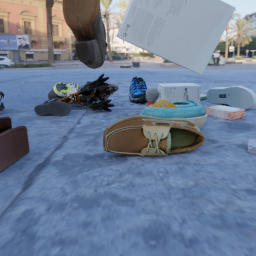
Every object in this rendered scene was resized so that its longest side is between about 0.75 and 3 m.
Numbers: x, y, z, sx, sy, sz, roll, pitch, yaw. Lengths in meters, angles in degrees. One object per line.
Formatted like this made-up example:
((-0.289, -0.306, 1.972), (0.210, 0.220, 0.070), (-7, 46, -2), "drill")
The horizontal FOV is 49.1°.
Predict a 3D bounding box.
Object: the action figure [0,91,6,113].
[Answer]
((-5.297, -0.888, 11.141), (0.848, 0.728, 1.426), (4, 40, -16), "action figure")

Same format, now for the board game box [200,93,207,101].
((3.807, -1.674, 15.054), (1.459, 0.212, 0.982), (-14, 21, -42), "board game box")

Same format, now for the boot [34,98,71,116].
((-2.916, -0.894, 11.534), (1.405, 0.560, 1.705), (2, 10, -1), "boot")

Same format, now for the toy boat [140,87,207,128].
((1.181, -0.628, 9.106), (2.124, 1.174, 2.527), (-6, 16, -20), "toy boat")

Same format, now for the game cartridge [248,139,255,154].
((3.512, 0.486, 6.777), (1.127, 0.234, 0.750), (6, 12, 22), "game cartridge")

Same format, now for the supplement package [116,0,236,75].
((1.199, -3.008, 8.078), (2.542, 1.929, 1.915), (21, 16, -11), "supplement package")

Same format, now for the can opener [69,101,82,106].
((-2.571, -1.112, 12.774), (0.936, 0.246, 0.311), (0, 2, -7), "can opener")

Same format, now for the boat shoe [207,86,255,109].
((4.992, -1.517, 12.780), (1.286, 1.002, 2.833), (-11, 16, -22), "boat shoe")

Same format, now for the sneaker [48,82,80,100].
((-3.079, -1.727, 13.933), (0.980, 0.863, 2.317), (-27, -12, 23), "sneaker")

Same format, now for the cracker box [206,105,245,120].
((3.681, -0.600, 10.652), (0.791, 0.341, 1.181), (-9, 16, -32), "cracker box")

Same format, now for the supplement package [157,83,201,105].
((2.297, -1.484, 12.722), (1.726, 1.009, 1.013), (-3, 15, -9), "supplement package")

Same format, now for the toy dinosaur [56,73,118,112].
((-1.596, -1.337, 12.084), (2.933, 1.498, 1.991), (-42, 27, -25), "toy dinosaur")

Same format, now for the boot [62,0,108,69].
((-1.029, -2.918, 7.670), (0.917, 2.611, 1.909), (6, 22, 6), "boot")

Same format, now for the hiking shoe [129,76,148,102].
((0.511, -1.963, 14.209), (1.011, 1.179, 2.719), (-3, 15, -12), "hiking shoe")

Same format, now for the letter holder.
((-2.896, 0.197, 5.868), (0.858, 1.213, 1.707), (2, 14, 7), "letter holder")

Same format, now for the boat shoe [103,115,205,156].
((0.678, 0.199, 6.496), (2.467, 0.933, 0.911), (-6, 19, -20), "boat shoe")

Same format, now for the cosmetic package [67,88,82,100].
((-2.171, -1.560, 13.369), (0.698, 0.589, 1.351), (-4, 2, 39), "cosmetic package")
